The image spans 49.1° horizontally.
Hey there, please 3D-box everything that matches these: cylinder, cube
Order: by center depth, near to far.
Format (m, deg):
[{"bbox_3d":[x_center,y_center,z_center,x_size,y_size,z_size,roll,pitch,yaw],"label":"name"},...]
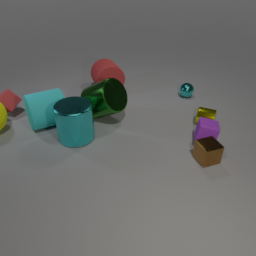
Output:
[{"bbox_3d":[2.670,0.789,9.378,0.700,0.700,0.700,-12,36,-17],"label":"cube"},{"bbox_3d":[2.844,0.122,10.117,0.700,0.700,0.700,14,33,3],"label":"cube"},{"bbox_3d":[-1.962,-0.239,10.307,1.400,1.400,1.400,-1,34,1],"label":"cylinder"},{"bbox_3d":[-3.252,-0.755,11.131,1.400,1.400,1.400,-16,36,-24],"label":"cylinder"},{"bbox_3d":[3.166,-0.461,11.333,0.700,0.700,0.700,14,35,21],"label":"cylinder"},{"bbox_3d":[-0.974,-1.181,11.361,1.400,1.400,1.400,-12,19,42],"label":"cylinder"},{"bbox_3d":[-5.068,-1.143,11.817,0.700,0.700,0.700,1,55,54],"label":"cube"},{"bbox_3d":[-1.004,-2.538,13.684,1.400,1.400,1.400,-10,31,-15],"label":"cylinder"}]

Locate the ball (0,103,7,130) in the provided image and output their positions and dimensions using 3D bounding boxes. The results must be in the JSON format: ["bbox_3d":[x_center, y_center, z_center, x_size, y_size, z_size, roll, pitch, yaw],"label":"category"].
[{"bbox_3d":[-5.356,-0.452,10.665,1.400,1.400,1.400,0,33,0],"label":"ball"}]

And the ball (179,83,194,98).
[{"bbox_3d":[2.819,-1.817,13.446,0.700,0.700,0.700,0,33,0],"label":"ball"}]
